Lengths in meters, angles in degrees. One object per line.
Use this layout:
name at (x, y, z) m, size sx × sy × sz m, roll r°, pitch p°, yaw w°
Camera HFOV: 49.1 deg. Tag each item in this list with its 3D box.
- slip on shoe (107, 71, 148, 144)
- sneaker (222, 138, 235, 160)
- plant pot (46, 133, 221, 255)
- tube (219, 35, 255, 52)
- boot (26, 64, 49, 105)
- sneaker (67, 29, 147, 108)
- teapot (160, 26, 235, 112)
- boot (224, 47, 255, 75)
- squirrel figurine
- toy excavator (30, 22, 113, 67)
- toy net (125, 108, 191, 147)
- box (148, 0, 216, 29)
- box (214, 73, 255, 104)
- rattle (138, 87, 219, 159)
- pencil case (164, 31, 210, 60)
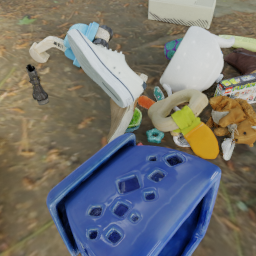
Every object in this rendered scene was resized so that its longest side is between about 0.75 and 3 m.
slip on shoe at (-0.173, -0.588, 7.433) m, size 0.722 × 0.906 × 2.384 m, roll 24°, pitch 65°, yaw -4°
sneaker at (2.797, 0.593, 7.941) m, size 0.329 × 0.313 × 0.818 m, roll 15°, pitch 43°, yaw 26°
plant pot at (0.035, 1.736, 5.451) m, size 2.281 × 2.537 × 2.537 m, roll 30°, pitch 54°, yaw 32°
tube at (4.713, -3.470, 11.495) m, size 2.189 × 0.635 × 0.568 m, roll 21°, pitch 89°, yaw 22°
boot at (-2.464, -1.225, 7.518) m, size 0.408 × 1.027 × 1.179 m, roll -24°, pitch 30°, yaw -19°
sneaker at (-0.546, -1.599, 7.002) m, size 0.878 × 0.905 × 2.479 m, roll -37°, pitch 79°, yaw -18°
teapot at (2.234, -1.936, 9.113) m, size 1.743 × 2.387 × 2.356 m, roll 31°, pitch 35°, yaw 1°
boot at (4.271, -2.191, 10.313) m, size 2.281 × 0.825 × 1.897 m, roll -32°, pitch 41°, yaw -20°
squirrel figurine at (3.229, -0.191, 8.022) m, size 1.579 × 1.118 × 1.474 m, roll -16°, pitch 42°, yaw -23°
toy excavator at (-2.155, -3.099, 10.456) m, size 2.546 × 2.475 × 1.271 m, roll 25°, pitch 47°, yaw -15°
toy net at (0.981, 0.143, 8.126) m, size 2.948 × 0.569 × 1.546 m, roll 4°, pitch 48°, yaw 3°
box at (2.475, -5.501, 12.969) m, size 2.909 × 0.995 × 1.195 m, roll 15°, pitch 49°, yaw 14°
box at (3.736, -1.194, 8.991) m, size 1.983 × 1.091 × 0.344 m, roll -14°, pitch 50°, yaw -13°
rattle at (1.503, -0.254, 8.554) m, size 2.551 × 1.822 × 1.660 m, roll 7°, pitch 66°, yaw 61°
pencil case at (2.228, -2.987, 10.360) m, size 1.705 × 0.788 × 0.726 m, roll -4°, pitch 43°, yaw 35°
